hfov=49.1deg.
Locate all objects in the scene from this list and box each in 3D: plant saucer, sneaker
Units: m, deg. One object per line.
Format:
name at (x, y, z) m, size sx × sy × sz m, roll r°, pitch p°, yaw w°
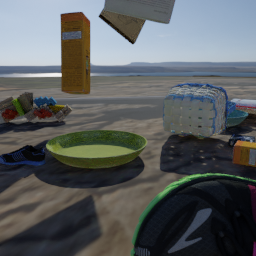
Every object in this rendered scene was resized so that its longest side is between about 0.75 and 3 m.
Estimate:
plant saucer at (-0.739, 0.494, 6.860) m, size 2.427 × 0.377 × 2.427 m, roll 0°, pitch 14°, yaw 0°
sneaker at (-2.391, 0.589, 6.323) m, size 1.085 × 0.423 × 0.380 m, roll 1°, pitch 14°, yaw 3°
plant saucer at (3.307, -0.417, 10.683) m, size 2.351 × 0.423 × 2.351 m, roll 0°, pitch 14°, yaw 0°
sneaker at (1.376, 1.071, 2.903) m, size 2.737 × 1.050 × 1.147 m, roll -4°, pitch 10°, yaw -10°

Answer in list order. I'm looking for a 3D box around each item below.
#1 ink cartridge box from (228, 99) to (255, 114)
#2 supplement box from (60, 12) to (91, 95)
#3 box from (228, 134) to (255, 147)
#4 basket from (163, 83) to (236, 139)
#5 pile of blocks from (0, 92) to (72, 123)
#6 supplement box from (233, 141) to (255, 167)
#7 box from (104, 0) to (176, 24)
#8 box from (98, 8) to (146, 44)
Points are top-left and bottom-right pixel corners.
ink cartridge box at (5.135, -0.945, 11.457) m, size 2.060 × 0.637 × 2.540 m, roll 12°, pitch 2°, yaw 43°
supplement box at (-1.793, -2.510, 9.657) m, size 0.911 × 2.648 × 0.881 m, roll -2°, pitch 0°, yaw 10°
box at (3.189, 0.369, 7.840) m, size 0.624 × 0.170 × 0.779 m, roll 7°, pitch 15°, yaw 28°
basket at (2.099, -0.590, 8.693) m, size 2.053 × 1.620 × 2.329 m, roll 8°, pitch 24°, yaw 29°
pile of blocks at (-3.519, -0.762, 10.597) m, size 2.772 × 1.138 × 0.861 m, roll -3°, pitch 13°, yaw -12°
supplement box at (3.061, 0.626, 6.109) m, size 1.398 × 0.481 × 0.465 m, roll 6°, pitch 15°, yaw 30°
box at (0.345, -3.391, 6.923) m, size 1.616 × 1.056 × 1.607 m, roll 11°, pitch 31°, yaw -3°
box at (-0.077, -3.847, 9.439) m, size 1.448 × 1.771 × 0.188 m, roll 34°, pitch -32°, yaw -20°
